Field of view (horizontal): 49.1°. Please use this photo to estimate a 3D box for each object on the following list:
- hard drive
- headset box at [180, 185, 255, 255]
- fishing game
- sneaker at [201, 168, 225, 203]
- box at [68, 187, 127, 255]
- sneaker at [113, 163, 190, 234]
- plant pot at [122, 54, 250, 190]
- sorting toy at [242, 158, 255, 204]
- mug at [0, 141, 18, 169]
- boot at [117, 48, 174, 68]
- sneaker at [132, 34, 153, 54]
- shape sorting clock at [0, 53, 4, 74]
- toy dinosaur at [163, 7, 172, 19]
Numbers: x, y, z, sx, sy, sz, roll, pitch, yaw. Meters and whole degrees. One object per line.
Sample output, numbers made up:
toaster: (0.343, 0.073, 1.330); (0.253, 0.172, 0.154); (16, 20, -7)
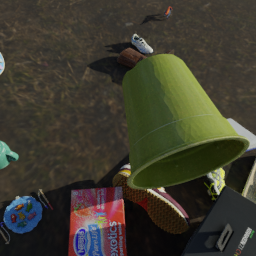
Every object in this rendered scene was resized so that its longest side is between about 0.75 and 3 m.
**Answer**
hard drive: (2.813, 0.462, 9.621); (2.662, 0.338, 1.756); (-14, 30, -10)
headset box: (2.033, 3.013, 6.651); (1.255, 2.705, 2.355); (32, 61, 21)
fishing game: (-3.193, 2.585, 8.512); (1.629, 0.253, 1.167); (-32, 63, -22)
sneaker: (2.810, 1.642, 8.920); (0.718, 0.709, 1.880); (-11, 56, -8)
box: (-0.756, 3.159, 7.351); (1.449, 1.387, 2.906); (-3, 54, -2)
sneaker: (0.844, 2.000, 8.487); (2.626, 0.984, 1.183); (39, 31, 7)
plant pot: (1.013, -0.247, 7.000); (2.872, 2.872, 2.727); (-13, 63, -9)
sorting toy: (5.002, 1.939, 8.872); (2.284, 0.417, 2.114); (26, 58, 18)
mug: (-4.411, 0.837, 9.521); (1.101, 0.681, 0.905); (-23, 57, -16)
boot: (0.779, -3.250, 12.630); (2.107, 0.677, 1.963); (29, 57, 25)
sneaker: (0.648, -3.940, 13.192); (0.489, 0.493, 1.360); (-33, 61, -23)
shape sorting clock: (-4.247, -2.060, 8.275); (1.221, 0.239, 1.221); (26, 52, -38)
toy dinosaur: (2.157, -6.134, 14.773); (0.424, 0.807, 0.732); (21, 87, -3)
